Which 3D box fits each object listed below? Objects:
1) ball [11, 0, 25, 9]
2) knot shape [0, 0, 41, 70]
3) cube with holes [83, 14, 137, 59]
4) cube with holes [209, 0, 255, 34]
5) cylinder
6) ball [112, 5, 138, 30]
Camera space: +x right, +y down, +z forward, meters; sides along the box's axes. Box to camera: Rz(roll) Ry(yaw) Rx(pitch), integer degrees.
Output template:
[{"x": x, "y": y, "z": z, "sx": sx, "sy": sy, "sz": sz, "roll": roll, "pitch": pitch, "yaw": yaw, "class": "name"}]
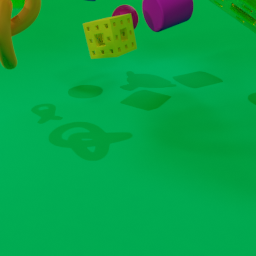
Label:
[{"x": -2.992, "y": -3.682, "z": 7.361, "sx": 1.017, "sy": 1.017, "sz": 1.017, "roll": 0, "pitch": 33, "yaw": 0, "class": "ball"}, {"x": -2.393, "y": -1.926, "z": 5.219, "sx": 1.817, "sy": 1.700, "sz": 0.839, "roll": -23, "pitch": -12, "yaw": 28, "class": "knot shape"}, {"x": -0.463, "y": -2.448, "z": 7.504, "sx": 0.923, "sy": 0.923, "sz": 0.923, "roll": 7, "pitch": 30, "yaw": 36, "class": "cube with holes"}, {"x": 2.156, "y": -2.259, "z": 4.075, "sx": 1.375, "sy": 1.375, "sz": 1.375, "roll": 38, "pitch": 19, "yaw": 5, "class": "cube with holes"}, {"x": 1.202, "y": -3.670, "z": 8.562, "sx": 1.146, "sy": 1.146, "sz": 1.146, "roll": -26, "pitch": 40, "yaw": -17, "class": "cylinder"}, {"x": -0.091, "y": -3.273, "z": 8.443, "sx": 0.815, "sy": 0.815, "sz": 0.815, "roll": 0, "pitch": 33, "yaw": 0, "class": "ball"}]
